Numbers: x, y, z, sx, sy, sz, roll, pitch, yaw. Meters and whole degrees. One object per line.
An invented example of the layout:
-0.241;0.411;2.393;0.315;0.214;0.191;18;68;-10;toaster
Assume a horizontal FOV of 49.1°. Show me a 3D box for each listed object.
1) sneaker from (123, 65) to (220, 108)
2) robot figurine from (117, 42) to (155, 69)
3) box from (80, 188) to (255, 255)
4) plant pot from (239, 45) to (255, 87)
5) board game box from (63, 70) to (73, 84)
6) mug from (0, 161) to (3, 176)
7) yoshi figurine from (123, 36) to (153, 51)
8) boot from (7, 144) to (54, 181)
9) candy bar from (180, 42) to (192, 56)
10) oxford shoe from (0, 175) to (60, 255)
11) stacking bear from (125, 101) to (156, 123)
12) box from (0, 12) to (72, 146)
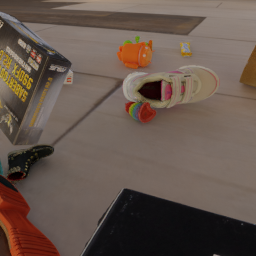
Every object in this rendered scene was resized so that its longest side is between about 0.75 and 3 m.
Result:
1.250;-1.074;7.891;2.786;1.133;1.229;-8;19;1;sneaker
0.323;-2.989;11.410;1.511;0.881;1.086;12;32;19;robot figurine
0.724;1.885;1.984;2.226;2.208;1.372;12;33;19;box
5.149;-1.976;8.820;2.359;2.198;2.198;30;41;21;plant pot
-3.289;-2.278;10.300;1.736;0.476;2.750;-4;29;-31;board game box
-2.849;0.789;5.145;1.128;0.849;1.373;6;31;11;mug
0.381;-3.788;12.916;1.490;0.837;0.834;-1;15;3;yoshi figurine
-2.003;0.712;5.773;0.978;0.353;0.739;-12;35;-9;boot
2.752;-3.766;13.339;0.519;0.231;2.082;4;31;7;candy bar
-1.641;1.743;3.819;0.935;0.918;2.578;-44;50;-6;oxford shoe
0.249;-0.492;7.662;0.505;0.539;0.887;-51;38;-8;stacking bear
-1.879;-0.864;4.602;1.894;1.500;0.458;42;23;30;box
